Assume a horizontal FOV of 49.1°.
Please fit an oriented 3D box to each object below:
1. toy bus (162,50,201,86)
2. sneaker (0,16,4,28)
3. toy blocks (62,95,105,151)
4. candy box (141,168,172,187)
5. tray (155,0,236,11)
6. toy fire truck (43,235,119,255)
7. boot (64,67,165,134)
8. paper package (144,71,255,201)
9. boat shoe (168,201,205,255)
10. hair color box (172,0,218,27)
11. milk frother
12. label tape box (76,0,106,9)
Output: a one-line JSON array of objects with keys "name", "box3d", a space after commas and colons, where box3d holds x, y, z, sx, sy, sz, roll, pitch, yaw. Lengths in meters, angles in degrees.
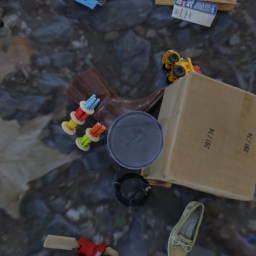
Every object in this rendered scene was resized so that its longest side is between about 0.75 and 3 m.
[{"name": "toy bus", "box3d": [1.782, -1.934, 9.138, 1.116, 0.789, 1.163, -11, 74, -16]}, {"name": "sneaker", "box3d": [-4.956, -3.864, 9.672, 0.917, 0.596, 1.589, -30, 69, -2]}, {"name": "toy blocks", "box3d": [-1.169, -0.178, 8.426, 1.195, 0.520, 1.433, 48, 114, 5]}, {"name": "candy box", "box3d": [0.941, 0.937, 8.602, 0.936, 0.453, 1.604, 9, 76, 3]}, {"name": "tray", "box3d": [2.400, -4.972, 9.919, 2.733, 0.506, 1.348, 6, 78, 2]}, {"name": "toy fire truck", "box3d": [-1.430, 3.799, 7.671, 1.919, 1.234, 1.689, 27, 79, 17]}, {"name": "boot", "box3d": [-0.413, -1.201, 8.951, 2.469, 0.851, 2.649, -42, 76, -10]}, {"name": "paper package", "box3d": [2.218, 0.322, 7.884, 2.803, 1.521, 2.940, 17, 77, -14]}, {"name": "boat shoe", "box3d": [1.695, 2.983, 8.069, 0.665, 0.574, 1.824, 30, 79, 6]}, {"name": "hair color box", "box3d": [2.259, -4.000, 9.582, 1.404, 0.702, 0.425, 17, 78, 4]}, {"name": "milk frother", "box3d": [0.158, 0.936, 7.209, 2.246, 2.113, 2.027, 45, 82, -1]}, {"name": "label tape box", "box3d": [-1.290, -4.914, 9.882, 1.180, 0.518, 1.636, 28, 79, 6]}]
